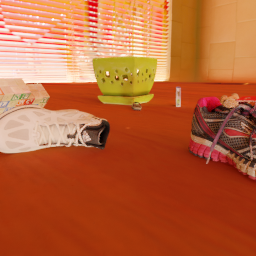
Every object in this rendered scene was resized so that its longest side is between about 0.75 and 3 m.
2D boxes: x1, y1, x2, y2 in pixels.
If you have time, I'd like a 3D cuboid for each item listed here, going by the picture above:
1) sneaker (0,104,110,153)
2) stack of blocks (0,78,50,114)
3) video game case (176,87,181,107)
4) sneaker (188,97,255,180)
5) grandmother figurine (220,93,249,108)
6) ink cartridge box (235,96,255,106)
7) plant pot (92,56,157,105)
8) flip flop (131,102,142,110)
[{"bbox_3d":[-1.295,0.008,5.486,1.402,0.919,2.436,6,11,37],"label":"sneaker"},{"bbox_3d":[-3.778,-0.984,9.333,1.303,0.663,2.263,-44,-16,31],"label":"stack of blocks"},{"bbox_3d":[2.338,-1.468,13.049,0.218,0.868,0.958,2,11,8],"label":"video game case"},{"bbox_3d":[2.024,0.138,4.486,1.151,1.066,2.856,-7,14,-31],"label":"sneaker"},{"bbox_3d":[4.090,-0.945,11.116,1.435,0.717,2.366,-18,6,25],"label":"grandmother figurine"},{"bbox_3d":[4.292,-0.371,7.574,2.508,0.843,1.457,7,13,30],"label":"ink cartridge box"},{"bbox_3d":[-0.103,-2.365,14.006,2.490,2.260,2.478,7,14,30],"label":"plant pot"},{"bbox_3d":[0.364,-0.951,11.882,0.439,0.312,1.083,0,11,0],"label":"flip flop"}]
